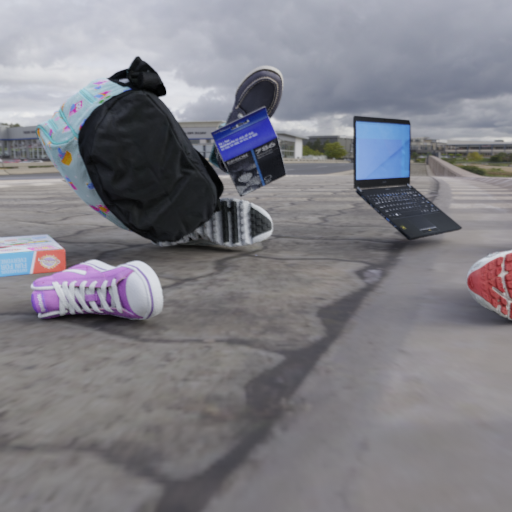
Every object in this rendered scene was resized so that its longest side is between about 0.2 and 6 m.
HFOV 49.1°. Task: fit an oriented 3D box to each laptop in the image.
[{"bbox_3d":[3.243,-1.693,11.863,2.238,1.304,2.526,-10,48,-43],"label":"laptop"}]

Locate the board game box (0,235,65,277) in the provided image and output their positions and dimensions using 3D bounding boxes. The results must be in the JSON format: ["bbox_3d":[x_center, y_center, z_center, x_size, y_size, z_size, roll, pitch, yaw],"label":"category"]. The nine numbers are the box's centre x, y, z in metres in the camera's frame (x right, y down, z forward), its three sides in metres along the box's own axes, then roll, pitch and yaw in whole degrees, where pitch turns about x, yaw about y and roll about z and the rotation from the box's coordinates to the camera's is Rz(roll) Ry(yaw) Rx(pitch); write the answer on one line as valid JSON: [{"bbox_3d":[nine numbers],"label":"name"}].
[{"bbox_3d":[-4.226,-0.023,9.762,1.453,0.383,1.899,-5,12,-26],"label":"board game box"}]

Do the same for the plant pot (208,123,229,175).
[{"bbox_3d":[-0.253,-2.246,11.540,0.939,0.937,0.957,34,43,10],"label":"plant pot"}]

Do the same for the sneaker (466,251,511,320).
[{"bbox_3d":[3.161,0.342,6.985,2.175,0.847,0.894,3,1,-44],"label":"sneaker"}]

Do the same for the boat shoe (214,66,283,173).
[{"bbox_3d":[-0.147,-2.357,10.028,0.820,0.708,2.257,16,-37,-19],"label":"boat shoe"}]

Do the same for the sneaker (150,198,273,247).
[{"bbox_3d":[-0.866,-0.617,11.523,2.639,0.991,1.069,1,-6,20],"label":"sneaker"}]

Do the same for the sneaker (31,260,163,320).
[{"bbox_3d":[-1.936,0.503,6.470,1.079,0.686,1.892,-18,13,-43],"label":"sneaker"}]

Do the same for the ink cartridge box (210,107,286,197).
[{"bbox_3d":[-0.080,-1.787,10.044,1.044,0.412,2.099,-25,-19,2],"label":"ink cartridge box"}]

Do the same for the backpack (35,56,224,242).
[{"bbox_3d":[-2.571,-2.021,10.563,2.363,3.116,3.734,-34,37,-13],"label":"backpack"}]
